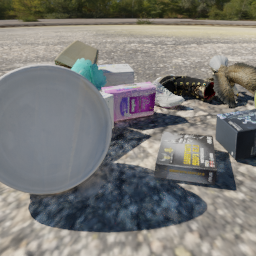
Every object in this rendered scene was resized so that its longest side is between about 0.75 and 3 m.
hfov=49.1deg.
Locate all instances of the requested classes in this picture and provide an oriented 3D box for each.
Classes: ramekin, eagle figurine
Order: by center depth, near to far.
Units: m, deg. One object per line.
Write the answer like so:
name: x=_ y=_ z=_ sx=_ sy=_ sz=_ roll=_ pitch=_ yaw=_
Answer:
ramekin: x=-1.960 y=-0.028 z=6.663 sx=2.952 sy=2.952 sz=1.375 roll=-10 pitch=15 yaw=-20
eagle figurine: x=4.575 y=-2.053 z=12.413 sx=1.866 sy=1.876 sz=2.472 roll=16 pitch=17 yaw=-13

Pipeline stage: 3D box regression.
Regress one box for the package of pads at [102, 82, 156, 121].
package of pads: x=0.017 y=-0.969 z=10.398 sx=2.018 sy=1.216 sz=0.764 roll=-10 pitch=32 yaw=-21

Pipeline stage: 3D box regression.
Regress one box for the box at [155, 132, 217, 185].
box: x=1.588 y=0.735 z=7.654 sx=1.495 sy=0.456 sz=1.888 roll=6 pitch=25 yaw=12

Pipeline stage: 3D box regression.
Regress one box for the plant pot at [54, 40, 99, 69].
plant pot: x=-2.150 y=-2.878 z=12.594 sx=1.679 sy=1.677 sz=1.487 roll=23 pitch=70 yaw=-1

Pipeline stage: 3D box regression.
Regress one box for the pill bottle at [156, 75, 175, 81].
pill bottle: x=1.978 y=-2.215 z=13.700 sx=1.265 sy=0.701 sz=0.701 roll=-20 pitch=32 yaw=-38

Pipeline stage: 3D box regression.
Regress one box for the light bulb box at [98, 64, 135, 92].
light bulb box: x=-0.635 y=-2.438 z=13.744 sx=1.668 sy=1.050 sz=1.683 roll=-5 pitch=25 yaw=-9

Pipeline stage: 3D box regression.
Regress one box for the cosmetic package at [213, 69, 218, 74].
cosmetic package: x=5.183 y=-3.275 z=15.869 sx=0.562 sy=0.795 sz=1.536 roll=5 pitch=24 yaw=11

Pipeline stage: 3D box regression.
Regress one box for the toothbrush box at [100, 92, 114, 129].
toothbrush box: x=-2.280 y=-0.577 z=9.477 sx=2.982 sy=1.284 sz=2.171 roll=16 pitch=29 yaw=33

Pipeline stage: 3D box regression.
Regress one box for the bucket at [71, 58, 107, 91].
bucket: x=-1.630 y=-1.785 z=10.641 sx=1.487 sy=1.487 sz=0.968 roll=17 pitch=63 yaw=33

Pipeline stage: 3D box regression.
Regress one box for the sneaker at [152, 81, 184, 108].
sneaker: x=1.367 y=-1.407 z=11.648 sx=1.970 sy=0.981 sz=0.738 roll=12 pitch=26 yaw=20

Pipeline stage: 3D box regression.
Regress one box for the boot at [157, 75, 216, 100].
boot: x=2.628 y=-1.784 z=12.547 sx=2.581 sy=0.945 sz=1.944 roll=-15 pitch=27 yaw=-42

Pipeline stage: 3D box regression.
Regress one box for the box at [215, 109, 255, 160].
box: x=3.621 y=0.114 z=8.188 sx=1.694 sy=0.907 sz=1.257 roll=-9 pitch=27 yaw=-6
